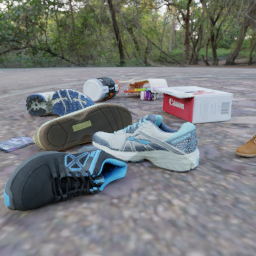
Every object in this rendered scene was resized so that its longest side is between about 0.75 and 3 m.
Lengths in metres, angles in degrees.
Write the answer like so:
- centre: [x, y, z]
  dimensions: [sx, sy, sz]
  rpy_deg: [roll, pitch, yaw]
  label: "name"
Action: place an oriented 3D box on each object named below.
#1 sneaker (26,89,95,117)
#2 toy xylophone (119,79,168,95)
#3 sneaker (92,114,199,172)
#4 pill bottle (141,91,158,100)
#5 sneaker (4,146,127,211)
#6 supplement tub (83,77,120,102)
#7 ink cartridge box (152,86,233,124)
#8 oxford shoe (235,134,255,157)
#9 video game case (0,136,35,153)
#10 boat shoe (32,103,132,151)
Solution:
- centre: [-2.245, -0.941, 9.811]
  dimensions: [2.615, 1.008, 1.114]
  rpy_deg: [6, 17, 22]
  label: "sneaker"
- centre: [0.672, -1.992, 13.639]
  dimensions: [1.912, 0.656, 2.611]
  rpy_deg: [-3, 5, -20]
  label: "toy xylophone"
- centre: [0.329, 0.162, 5.714]
  dimensions: [2.273, 0.981, 0.882]
  rpy_deg: [6, 13, 21]
  label: "sneaker"
- centre: [1.016, -1.526, 13.182]
  dimensions: [0.798, 0.449, 0.449]
  rpy_deg: [-1, 15, -3]
  label: "pill bottle"
- centre: [-0.832, 0.701, 4.212]
  dimensions: [0.817, 0.730, 1.995]
  rpy_deg: [11, 18, 36]
  label: "sneaker"
- centre: [-1.179, -1.844, 13.173]
  dimensions: [1.070, 1.070, 1.746]
  rpy_deg: [9, 18, 31]
  label: "supplement tub"
- centre: [2.091, -0.857, 9.701]
  dimensions: [1.929, 0.921, 2.197]
  rpy_deg: [-5, 16, -18]
  label: "ink cartridge box"
- centre: [2.754, 0.350, 6.164]
  dimensions: [1.203, 0.429, 0.429]
  rpy_deg: [-14, 21, -37]
  label: "oxford shoe"
- centre: [-2.720, 0.374, 6.719]
  dimensions: [0.652, 0.087, 0.913]
  rpy_deg: [9, 16, 31]
  label: "video game case"
- centre: [-1.099, -0.066, 6.984]
  dimensions: [2.620, 0.939, 0.998]
  rpy_deg: [-11, 3, -39]
  label: "boat shoe"
